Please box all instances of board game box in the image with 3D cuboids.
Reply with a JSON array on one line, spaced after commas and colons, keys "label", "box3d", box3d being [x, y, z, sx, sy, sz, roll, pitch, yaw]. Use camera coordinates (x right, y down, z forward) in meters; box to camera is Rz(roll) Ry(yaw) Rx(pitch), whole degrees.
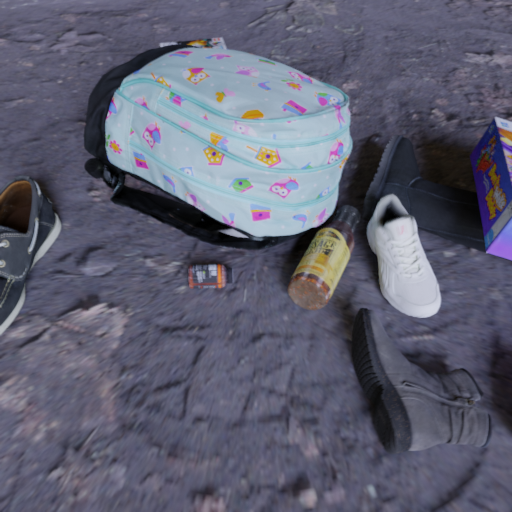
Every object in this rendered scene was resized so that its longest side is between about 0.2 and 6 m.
[{"label": "board game box", "box3d": [-1.446, -4.635, 13.953, 1.675, 0.459, 2.653, -9, 44, -8]}, {"label": "board game box", "box3d": [5.491, -0.620, 8.837, 3.853, 0.863, 2.591, 17, 45, -3]}]

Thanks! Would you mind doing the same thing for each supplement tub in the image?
[{"label": "supplement tub", "box3d": [-0.715, 0.326, 8.857, 0.703, 0.376, 0.376, -1, 44, -3]}]

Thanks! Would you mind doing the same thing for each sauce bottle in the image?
[{"label": "sauce bottle", "box3d": [1.167, -0.053, 9.039, 0.696, 0.696, 2.109, 16, 45, 16]}]

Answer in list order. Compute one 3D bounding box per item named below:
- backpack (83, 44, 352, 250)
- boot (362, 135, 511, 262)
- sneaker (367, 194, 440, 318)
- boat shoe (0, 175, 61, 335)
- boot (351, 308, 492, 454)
[{"label": "backpack", "box3d": [-0.493, -2.023, 9.642, 4.262, 2.698, 3.557, 32, 50, 26]}, {"label": "boot", "box3d": [3.487, -1.114, 9.965, 2.686, 0.882, 2.214, 14, 54, 19]}, {"label": "sneaker", "box3d": [2.194, -0.057, 8.546, 0.819, 1.045, 2.102, -17, 54, -1]}, {"label": "boat shoe", "box3d": [-4.072, 0.044, 8.658, 1.168, 1.100, 3.252, 5, 45, 4]}, {"label": "boot", "box3d": [2.120, 1.598, 7.412, 1.375, 0.729, 2.089, -3, 53, -10]}]
